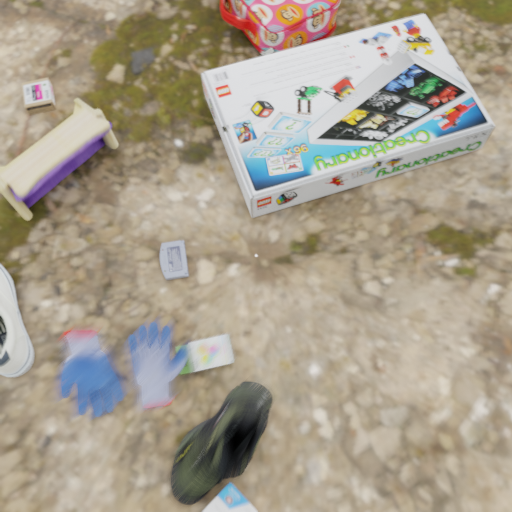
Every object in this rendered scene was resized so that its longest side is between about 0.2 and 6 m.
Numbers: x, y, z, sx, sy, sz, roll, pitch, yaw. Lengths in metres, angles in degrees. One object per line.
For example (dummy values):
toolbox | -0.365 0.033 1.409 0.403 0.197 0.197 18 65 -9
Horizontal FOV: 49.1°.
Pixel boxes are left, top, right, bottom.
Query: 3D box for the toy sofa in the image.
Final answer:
toy sofa | -3.917 -1.859 11.134 1.212 1.029 2.484 35 70 26

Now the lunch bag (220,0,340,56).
lunch bag | 0.338 -5.926 12.963 2.410 1.121 2.736 -28 69 -12

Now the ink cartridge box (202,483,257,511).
ink cartridge box | -0.631 4.410 8.733 1.475 0.492 0.854 -42 73 -17

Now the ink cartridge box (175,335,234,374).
ink cartridge box | -0.919 1.747 9.921 0.983 0.292 0.510 -12 79 -4

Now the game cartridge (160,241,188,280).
game cartridge | -1.603 0.087 10.847 0.512 0.157 0.769 -7 66 -7

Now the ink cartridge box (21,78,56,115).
ink cartridge box | -4.810 -3.525 12.370 0.608 0.277 0.738 -15 66 -5

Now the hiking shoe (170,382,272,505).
hiking shoe | -0.632 3.023 8.579 0.889 1.182 2.347 34 101 -6

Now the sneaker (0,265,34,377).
sneaker | -4.820 0.853 10.039 1.013 0.982 2.773 -33 70 -13

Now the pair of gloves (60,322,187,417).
pair of gloves | -2.204 1.913 9.326 2.126 1.709 0.242 -3 25 -6

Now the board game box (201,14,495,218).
board game box | 1.818 -3.077 11.815 5.224 0.904 3.298 -17 67 -7
